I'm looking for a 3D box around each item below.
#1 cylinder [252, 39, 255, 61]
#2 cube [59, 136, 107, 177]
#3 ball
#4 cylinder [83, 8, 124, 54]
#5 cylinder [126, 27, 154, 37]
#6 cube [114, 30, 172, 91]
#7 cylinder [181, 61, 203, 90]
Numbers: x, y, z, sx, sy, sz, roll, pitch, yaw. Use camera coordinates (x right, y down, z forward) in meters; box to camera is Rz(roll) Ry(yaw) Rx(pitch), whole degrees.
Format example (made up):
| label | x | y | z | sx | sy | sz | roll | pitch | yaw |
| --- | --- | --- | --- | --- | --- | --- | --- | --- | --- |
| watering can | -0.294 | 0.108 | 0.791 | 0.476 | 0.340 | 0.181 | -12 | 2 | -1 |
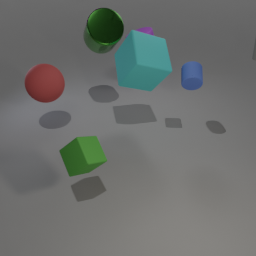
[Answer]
| label | x | y | z | sx | sy | sz | roll | pitch | yaw |
| --- | --- | --- | --- | --- | --- | --- | --- | --- | --- |
| cylinder | 3.959 | -2.281 | 7.946 | 0.700 | 0.700 | 0.700 | 0 | 23 | 0 |
| cube | -1.067 | 0.663 | 6.697 | 0.700 | 0.700 | 0.700 | -1 | 62 | -56 |
| ball | -3.007 | -1.617 | 10.155 | 1.400 | 1.400 | 1.400 | 0 | 33 | 0 |
| cylinder | -0.990 | -3.780 | 11.034 | 1.400 | 1.400 | 1.400 | -9 | 4 | -14 |
| cylinder | 0.757 | -4.226 | 14.360 | 1.400 | 1.400 | 1.400 | -16 | 33 | 11 |
| cube | 0.495 | -2.307 | 9.859 | 1.400 | 1.400 | 1.400 | 5 | 64 | -28 |
| cylinder | 2.147 | -1.747 | 9.412 | 0.700 | 0.700 | 0.700 | 4 | 61 | 5 |
